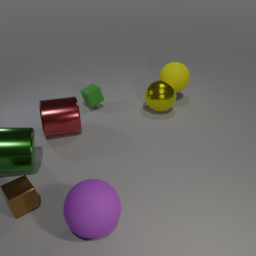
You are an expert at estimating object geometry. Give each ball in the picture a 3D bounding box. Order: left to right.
[{"bbox_3d":[-0.867,1.953,6.855,1.400,1.400,1.400,0,31,0],"label":"ball"},{"bbox_3d":[1.430,-1.406,12.392,1.400,1.400,1.400,0,31,0],"label":"ball"},{"bbox_3d":[2.194,-2.378,13.167,1.400,1.400,1.400,0,31,0],"label":"ball"}]

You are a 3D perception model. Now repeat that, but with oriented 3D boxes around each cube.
[{"bbox_3d":[-2.926,1.852,7.611,0.700,0.700,0.700,-25,39,-31],"label":"cube"},{"bbox_3d":[-1.605,-1.469,12.626,0.700,0.700,0.700,-32,35,-20],"label":"cube"}]

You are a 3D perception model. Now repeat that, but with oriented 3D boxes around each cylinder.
[{"bbox_3d":[-3.691,0.677,8.807,1.400,1.400,1.400,0,30,-16],"label":"cylinder"},{"bbox_3d":[-2.613,-0.445,10.805,1.400,1.400,1.400,-9,32,-15],"label":"cylinder"}]
